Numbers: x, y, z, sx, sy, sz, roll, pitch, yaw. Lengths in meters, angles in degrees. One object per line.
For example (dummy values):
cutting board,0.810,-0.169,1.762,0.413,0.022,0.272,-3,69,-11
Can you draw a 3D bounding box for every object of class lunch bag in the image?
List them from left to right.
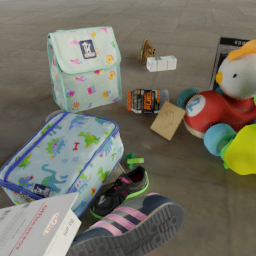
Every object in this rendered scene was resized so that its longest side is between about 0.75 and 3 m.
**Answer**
lunch bag,-1.505,0.756,6.520,2.095,1.075,2.606,13,46,27
lunch bag,-1.474,-2.057,9.571,2.262,2.656,1.619,-16,37,-24

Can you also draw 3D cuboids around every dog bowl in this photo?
dog bowl,-1.967,-0.160,8.820,1.190,0.349,1.190,0,33,0

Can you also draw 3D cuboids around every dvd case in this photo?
dvd case,3.920,-1.767,9.152,2.238,2.977,0.368,12,70,15

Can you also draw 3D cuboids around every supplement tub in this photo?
supplement tub,0.664,-0.921,9.521,1.362,0.834,0.834,0,34,2

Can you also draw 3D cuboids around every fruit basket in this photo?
fruit basket,3.748,0.283,6.734,2.086,2.892,2.892,-25,41,-38

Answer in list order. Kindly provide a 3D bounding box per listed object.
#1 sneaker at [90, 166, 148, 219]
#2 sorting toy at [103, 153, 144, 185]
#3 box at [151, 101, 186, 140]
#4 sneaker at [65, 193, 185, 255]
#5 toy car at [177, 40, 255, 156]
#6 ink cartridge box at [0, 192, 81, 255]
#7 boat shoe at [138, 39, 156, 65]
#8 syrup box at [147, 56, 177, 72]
sneaker,-0.199,1.359,6.238,0.641,0.700,1.672,25,41,33
sorting toy,-0.614,0.893,7.301,1.931,0.284,1.427,-16,37,-21
box,1.202,-0.234,8.466,0.803,0.982,0.104,34,8,38
sneaker,-0.237,2.005,5.358,2.583,0.906,1.059,-16,16,-22
toy car,2.943,-1.150,8.025,2.494,2.820,2.599,-7,36,-10
ink cartridge box,-1.676,1.895,4.565,2.190,0.730,1.268,-18,25,28
boat shoe,0.982,-3.718,13.856,0.733,0.776,2.157,9,44,5
syrup box,1.534,-2.961,12.847,1.262,0.514,0.497,-7,34,-12
